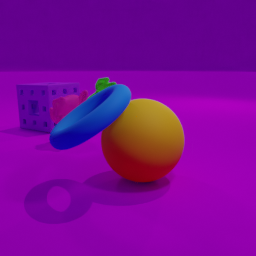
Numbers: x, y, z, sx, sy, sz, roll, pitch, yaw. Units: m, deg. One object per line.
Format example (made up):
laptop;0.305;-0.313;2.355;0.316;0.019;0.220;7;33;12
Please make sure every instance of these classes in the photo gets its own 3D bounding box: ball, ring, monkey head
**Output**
ball;0.212;0.182;4.162;1.228;1.228;1.228;0;13;0
ring;-0.513;-0.166;3.788;1.278;0.256;1.278;-31;18;11
monkey head;-0.769;-1.018;9.741;1.316;1.102;1.829;-44;57;-13
monkey head;-1.262;-0.285;6.144;0.726;1.205;0.867;-3;51;-39

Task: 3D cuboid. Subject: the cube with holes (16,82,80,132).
cube with holes;-2.184;-0.638;7.849;1.203;1.203;1.203;6;14;30
